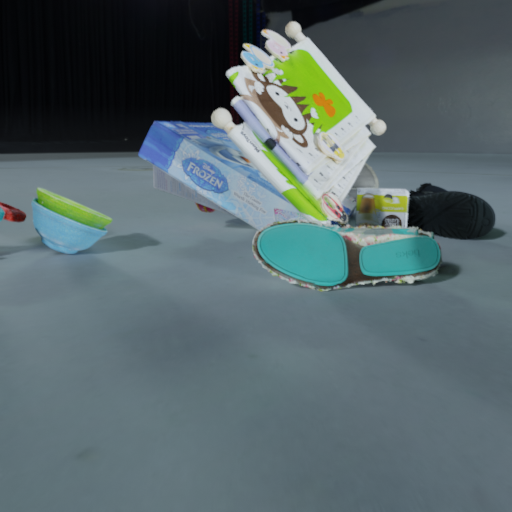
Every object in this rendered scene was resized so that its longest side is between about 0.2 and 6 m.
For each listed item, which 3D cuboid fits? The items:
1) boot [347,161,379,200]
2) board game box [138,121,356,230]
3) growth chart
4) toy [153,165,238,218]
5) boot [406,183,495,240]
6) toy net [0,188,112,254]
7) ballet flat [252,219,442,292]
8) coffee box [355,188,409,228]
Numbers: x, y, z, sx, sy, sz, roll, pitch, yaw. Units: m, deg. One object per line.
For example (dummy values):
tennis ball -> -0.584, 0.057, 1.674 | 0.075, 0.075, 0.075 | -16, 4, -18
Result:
boot -> 0.690, -2.115, 14.642 | 3.954, 1.435, 3.595 | -11, 29, -16
board game box -> 0.097, -1.257, 9.498 | 3.103, 0.676, 3.118 | 33, 20, 7
growth chart -> 0.736, -2.040, 8.292 | 0.341, 2.782, 3.844 | -38, 15, 41
toy -> -0.867, -1.247, 10.630 | 2.567, 0.606, 1.478 | 15, 45, -28
boot -> 3.587, -0.911, 10.653 | 2.179, 0.832, 1.831 | 6, 16, 36
toy net -> -4.245, -1.037, 8.173 | 4.061, 0.784, 2.130 | 23, 3, -34
ballet flat -> 1.098, 0.027, 6.951 | 2.384, 0.902, 0.762 | 5, -7, -7
coffee box -> 2.200, -0.742, 9.756 | 0.826, 0.818, 0.827 | 4, 4, 17
